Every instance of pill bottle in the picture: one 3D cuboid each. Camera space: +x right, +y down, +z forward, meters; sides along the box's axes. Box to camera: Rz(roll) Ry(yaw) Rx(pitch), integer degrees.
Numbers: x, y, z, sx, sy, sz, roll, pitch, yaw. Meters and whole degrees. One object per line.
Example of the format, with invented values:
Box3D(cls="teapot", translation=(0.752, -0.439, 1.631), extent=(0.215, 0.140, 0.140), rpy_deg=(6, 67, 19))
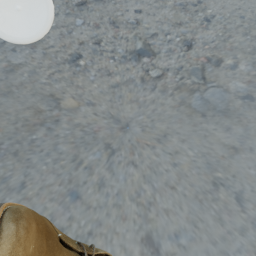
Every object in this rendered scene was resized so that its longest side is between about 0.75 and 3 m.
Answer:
Box3D(cls="pill bottle", translation=(-2.483, -2.982, 6.391), extent=(1.411, 1.411, 2.657), rpy_deg=(-15, 37, -10))

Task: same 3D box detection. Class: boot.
Box3D(cls="boot", translation=(-0.781, 1.596, 3.487), extent=(1.042, 2.761, 1.016), rpy_deg=(-7, 54, 4))
